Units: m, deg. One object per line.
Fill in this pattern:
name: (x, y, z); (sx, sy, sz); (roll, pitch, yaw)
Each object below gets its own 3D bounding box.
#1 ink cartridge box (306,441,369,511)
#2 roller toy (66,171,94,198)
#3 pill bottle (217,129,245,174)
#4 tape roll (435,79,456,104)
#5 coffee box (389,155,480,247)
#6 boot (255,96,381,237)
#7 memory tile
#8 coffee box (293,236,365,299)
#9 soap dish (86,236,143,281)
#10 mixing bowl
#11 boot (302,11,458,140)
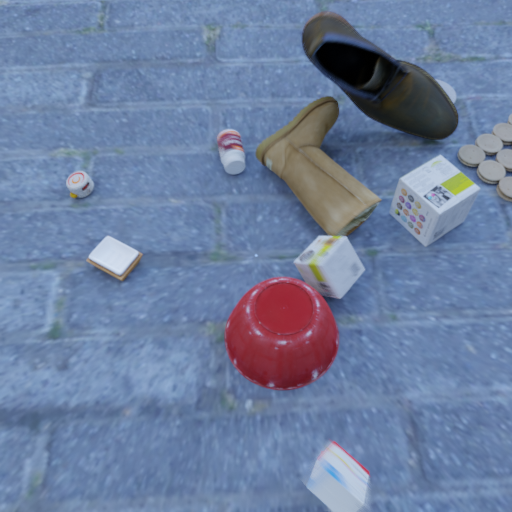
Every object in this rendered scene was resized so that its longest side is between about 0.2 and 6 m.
ink cartridge box: (1.125, 2.940, 7.493); (0.650, 1.119, 0.376); (40, 104, 9)
roller toy: (-3.498, -1.408, 11.152); (0.464, 0.355, 0.508); (-12, 57, 6)
pill bottle: (-0.506, -2.138, 11.540); (0.496, 0.496, 0.869); (-9, 57, -6)
tape roll: (3.920, -3.502, 12.525); (1.010, 0.334, 1.010); (0, 58, 0)
coffee box: (3.300, -1.032, 10.485); (1.054, 1.052, 1.042); (-31, 62, -18)
boot: (1.510, -1.759, 11.059); (2.185, 0.825, 2.495); (-40, 66, -7)
memory tile: (5.449, -2.102, 11.711); (2.182, 0.183, 1.673); (-32, 63, -20)
coffee box: (1.262, 0.177, 9.709); (0.757, 0.758, 0.750); (-44, 25, -24)
soap dish: (-2.569, 0.064, 10.213); (0.809, 0.329, 0.637); (26, 61, 16)
mixing bowl: (0.430, 1.074, 9.137); (1.952, 1.057, 1.952); (0, 56, 0)
boot: (2.454, -3.233, 10.976); (3.820, 1.427, 1.851); (31, 30, -10)
